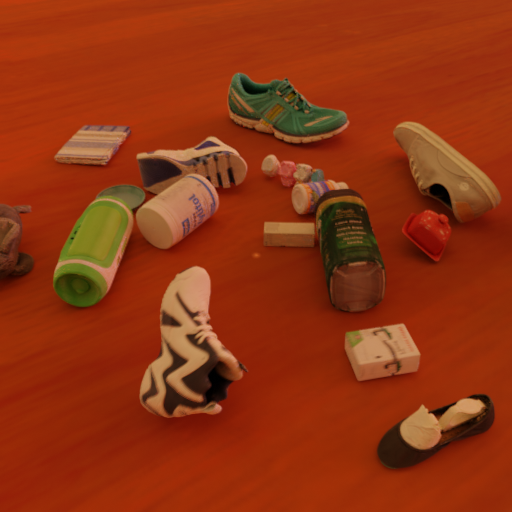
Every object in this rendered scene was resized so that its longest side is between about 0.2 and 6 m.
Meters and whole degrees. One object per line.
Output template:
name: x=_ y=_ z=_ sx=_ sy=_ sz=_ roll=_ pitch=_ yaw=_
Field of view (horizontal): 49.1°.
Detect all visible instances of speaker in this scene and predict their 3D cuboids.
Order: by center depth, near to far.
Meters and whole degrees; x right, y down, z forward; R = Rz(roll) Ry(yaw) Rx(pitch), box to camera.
speaker: x=-2.671 y=-0.125 z=9.349 sx=0.914 sy=0.914 sz=2.067 roll=2 pitch=39 yaw=3

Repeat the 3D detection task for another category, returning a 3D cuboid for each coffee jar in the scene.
coffee jar: x=1.502 y=-0.169 z=9.213 sx=0.901 sy=1.102 sz=2.113 roll=-7 pitch=40 yaw=3

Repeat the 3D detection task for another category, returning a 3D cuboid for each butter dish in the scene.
butter dish: x=3.087 y=-0.473 z=9.776 sx=0.843 sy=0.623 sz=0.840 roll=41 pitch=40 yaw=3

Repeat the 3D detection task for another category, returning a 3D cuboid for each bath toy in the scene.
bath toy: x=0.748 y=-1.651 z=11.505 sx=1.408 sy=0.612 sz=0.520 roll=24 pitch=11 yaw=32

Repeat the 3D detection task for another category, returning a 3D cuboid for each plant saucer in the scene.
plant saucer: x=-2.671 y=-1.082 z=11.068 sx=0.960 sy=0.173 sz=0.960 roll=0 pitch=40 yaw=0

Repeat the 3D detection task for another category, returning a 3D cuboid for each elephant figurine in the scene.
elephant figurine: x=-4.286 y=-0.066 z=9.286 sx=1.309 sy=1.193 sz=1.687 roll=-49 pitch=59 yaw=9

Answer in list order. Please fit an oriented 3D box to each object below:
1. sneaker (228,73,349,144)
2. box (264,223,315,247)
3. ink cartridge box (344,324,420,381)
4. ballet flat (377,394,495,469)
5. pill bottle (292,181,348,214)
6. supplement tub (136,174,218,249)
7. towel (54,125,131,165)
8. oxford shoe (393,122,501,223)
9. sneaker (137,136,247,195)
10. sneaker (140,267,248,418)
sneaker: x=0.657 y=-3.482 z=13.152 sx=3.117 sy=1.242 sz=1.208 roll=19 pitch=43 yaw=21
box: x=0.594 y=-0.384 z=10.101 sx=0.911 sy=0.312 sz=0.374 roll=2 pitch=37 yaw=2
ink cartridge box: x=1.765 y=1.346 z=7.879 sx=0.881 sy=0.372 sz=0.644 roll=-9 pitch=38 yaw=-7
ballet flat: x=2.233 y=2.070 z=6.916 sx=1.661 sy=0.568 sz=0.565 roll=-17 pitch=44 yaw=-19
pill bottle: x=1.255 y=-1.148 z=10.779 sx=1.025 sy=0.575 sz=0.575 roll=-11 pitch=40 yaw=-22
supplement tub: x=-1.404 y=-0.825 z=10.186 sx=0.897 sy=0.897 sz=1.359 roll=22 pitch=45 yaw=25
towel: x=-3.707 y=-2.562 z=12.857 sx=1.267 sy=0.205 sz=1.724 roll=4 pitch=38 yaw=8
oxford shoe: x=3.534 y=-1.738 z=11.249 sx=0.933 sy=1.215 sz=3.231 roll=-39 pitch=41 yaw=9
sneaker: x=-1.268 y=-1.889 z=11.632 sx=2.196 sy=0.887 sz=1.268 roll=-3 pitch=28 yaw=2
sneaker: x=-0.611 y=1.100 z=7.191 sx=1.310 sy=0.804 sz=2.013 roll=1 pitch=58 yaw=29
